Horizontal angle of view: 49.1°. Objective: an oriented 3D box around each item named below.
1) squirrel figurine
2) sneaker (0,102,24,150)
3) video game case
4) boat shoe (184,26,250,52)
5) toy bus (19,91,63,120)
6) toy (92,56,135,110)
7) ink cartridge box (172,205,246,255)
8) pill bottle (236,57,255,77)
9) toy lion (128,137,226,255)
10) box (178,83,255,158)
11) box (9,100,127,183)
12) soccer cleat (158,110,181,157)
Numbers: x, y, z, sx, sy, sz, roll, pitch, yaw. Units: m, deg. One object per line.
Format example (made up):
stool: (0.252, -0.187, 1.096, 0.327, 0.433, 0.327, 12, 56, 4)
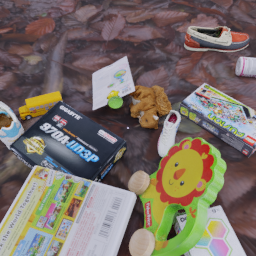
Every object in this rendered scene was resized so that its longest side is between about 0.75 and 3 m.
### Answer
squirrel figurine: (0.758, -0.646, 8.869, 1.404, 0.994, 1.310, -18, 58, -11)
sneaker: (-3.880, -0.341, 8.584, 0.885, 0.934, 2.313, -37, 56, -26)
video game case: (-1.549, 2.405, 5.914, 2.696, 0.339, 2.962, 11, 58, 19)
boat shoe: (3.723, -3.745, 11.560, 2.764, 0.865, 0.984, -1, 48, -2)
toy bus: (-2.854, -0.738, 9.177, 1.397, 0.547, 0.455, -17, 51, -14)
toy: (-0.474, -1.445, 9.607, 1.463, 0.600, 2.540, -24, 33, 11)
ink cartridge box: (1.757, 2.461, 6.373, 1.121, 0.640, 2.158, -11, 50, -9)
pill bottle: (4.702, -2.227, 10.361, 1.226, 0.695, 0.695, 6, 50, 6)
toy lion: (1.090, 1.422, 6.087, 0.836, 2.334, 2.435, 35, 35, -29)
box: (3.088, -0.338, 8.895, 2.616, 0.454, 1.440, 36, 58, 27)
box: (-1.649, 0.591, 7.840, 2.596, 0.597, 2.063, 31, 64, 23)
soccer cleat: (1.121, 0.136, 7.937, 0.483, 0.596, 1.381, 13, 77, 23)
